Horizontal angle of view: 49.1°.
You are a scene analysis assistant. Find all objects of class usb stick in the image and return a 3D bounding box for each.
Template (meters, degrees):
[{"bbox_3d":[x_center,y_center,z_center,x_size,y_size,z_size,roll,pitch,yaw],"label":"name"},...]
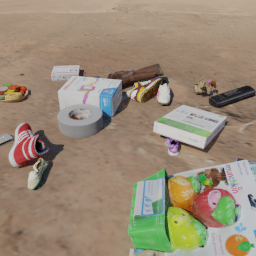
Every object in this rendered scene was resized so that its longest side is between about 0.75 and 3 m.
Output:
[{"bbox_3d":[4.878,-1.478,13.020,2.594,0.423,0.719,-18,43,-26],"label":"usb stick"}]

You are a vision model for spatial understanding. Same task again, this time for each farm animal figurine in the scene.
[{"bbox_3d":[3.578,-1.867,13.197,1.162,0.606,1.150,-4,-6,-36],"label":"farm animal figurine"}]

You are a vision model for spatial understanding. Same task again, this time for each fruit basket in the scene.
[{"bbox_3d":[1.504,1.788,6.427,2.975,1.394,2.755,-18,28,19],"label":"fruit basket"}]

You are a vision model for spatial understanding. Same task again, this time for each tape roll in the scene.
[{"bbox_3d":[-1.865,-0.312,11.033,1.737,0.574,1.737,-1,32,0],"label":"tape roll"}]

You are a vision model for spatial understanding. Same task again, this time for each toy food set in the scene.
[{"bbox_3d":[-5.591,-1.670,13.342,1.554,0.382,1.570,6,34,9],"label":"toy food set"}]

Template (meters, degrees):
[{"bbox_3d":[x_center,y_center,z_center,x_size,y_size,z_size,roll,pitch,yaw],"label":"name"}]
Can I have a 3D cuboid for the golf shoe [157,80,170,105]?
[{"bbox_3d":[1.638,-1.646,12.964,0.601,0.762,1.654,1,34,3],"label":"golf shoe"}]

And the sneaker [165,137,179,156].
[{"bbox_3d":[1.572,0.511,9.854,0.418,0.459,1.038,-3,31,-2],"label":"sneaker"}]

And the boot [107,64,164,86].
[{"bbox_3d":[0.411,-2.499,13.771,2.571,0.826,2.396,-4,29,16],"label":"boot"}]

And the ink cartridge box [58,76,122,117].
[{"bbox_3d":[-1.624,-1.450,12.390,2.421,1.025,1.750,6,33,11],"label":"ink cartridge box"}]

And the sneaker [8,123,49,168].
[{"bbox_3d":[-3.256,0.394,9.498,1.146,0.726,2.038,-22,38,9],"label":"sneaker"}]

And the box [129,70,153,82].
[{"bbox_3d":[0.621,-2.775,15.107,1.430,0.351,0.588,13,35,19],"label":"box"}]

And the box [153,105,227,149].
[{"bbox_3d":[2.383,-0.149,10.465,1.914,0.482,2.651,19,26,28],"label":"box"}]

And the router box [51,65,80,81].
[{"bbox_3d":[-3.427,-3.069,15.553,1.478,0.361,1.326,-3,33,-4],"label":"router box"}]

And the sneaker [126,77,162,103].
[{"bbox_3d":[0.806,-1.978,13.415,0.981,0.816,2.177,24,38,22],"label":"sneaker"}]

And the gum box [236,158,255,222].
[{"bbox_3d":[3.829,2.060,7.271,2.346,0.615,2.762,14,35,20],"label":"gum box"}]

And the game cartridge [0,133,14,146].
[{"bbox_3d":[-4.629,0.451,10.249,0.501,0.156,0.753,30,43,32],"label":"game cartridge"}]

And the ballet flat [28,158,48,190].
[{"bbox_3d":[-2.818,1.371,8.533,0.413,0.381,1.223,-21,26,16],"label":"ballet flat"}]
